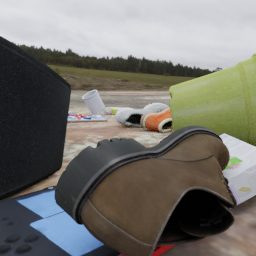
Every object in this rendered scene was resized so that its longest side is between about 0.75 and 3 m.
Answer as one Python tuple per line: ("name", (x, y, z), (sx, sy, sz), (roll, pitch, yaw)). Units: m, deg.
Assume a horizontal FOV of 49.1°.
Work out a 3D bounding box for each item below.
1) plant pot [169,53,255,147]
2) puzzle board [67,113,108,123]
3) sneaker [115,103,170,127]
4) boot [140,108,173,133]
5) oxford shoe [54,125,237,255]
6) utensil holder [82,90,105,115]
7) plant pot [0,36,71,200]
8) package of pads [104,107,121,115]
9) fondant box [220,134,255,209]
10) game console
("plant pot", (2.523, -0.527, 7.960), (2.477, 2.695, 2.695), (-8, 7, 16))
("puzzle board", (-2.209, -0.583, 14.337), (1.911, 0.221, 2.535), (-3, 10, -14))
("sneaker", (0.807, -0.435, 11.912), (2.511, 0.951, 1.155), (-11, 19, -16))
("boot", (1.632, -0.256, 11.132), (2.115, 0.794, 1.134), (-15, 23, -39))
("oxford shoe", (0.649, 0.690, 3.147), (1.197, 1.031, 2.837), (35, 27, 29))
("utensil holder", (-1.762, -1.333, 14.568), (0.862, 1.014, 0.862), (-22, 26, 11))
("plant pot", (-2.701, -0.160, 5.392), (2.775, 2.782, 2.468), (7, -1, 36))
("package of pads", (-0.831, -0.996, 16.273), (1.080, 0.368, 0.834), (2, 10, 10))
("fondant box", (1.573, 0.695, 4.765), (1.165, 0.470, 1.614), (-29, 10, 0))
("game console", (-0.534, 1.128, 3.758), (2.701, 0.419, 2.388), (-8, 13, -41))
